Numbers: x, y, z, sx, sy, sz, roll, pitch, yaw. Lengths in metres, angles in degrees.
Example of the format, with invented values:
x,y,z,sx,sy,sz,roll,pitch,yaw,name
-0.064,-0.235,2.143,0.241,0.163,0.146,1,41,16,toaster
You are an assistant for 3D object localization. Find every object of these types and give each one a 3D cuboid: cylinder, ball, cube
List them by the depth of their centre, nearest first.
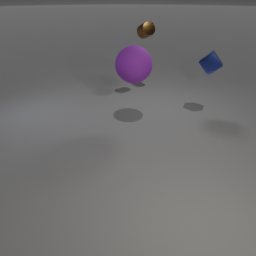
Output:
x,y,z,sx,sy,sz,roll,pitch,yaw,name
0.218,-2.390,10.557,1.400,1.400,1.400,0,27,0,ball
3.440,-2.703,11.614,0.700,0.700,0.700,-33,8,27,cube
0.895,-4.873,13.955,0.700,0.700,0.700,-12,9,-22,cylinder
